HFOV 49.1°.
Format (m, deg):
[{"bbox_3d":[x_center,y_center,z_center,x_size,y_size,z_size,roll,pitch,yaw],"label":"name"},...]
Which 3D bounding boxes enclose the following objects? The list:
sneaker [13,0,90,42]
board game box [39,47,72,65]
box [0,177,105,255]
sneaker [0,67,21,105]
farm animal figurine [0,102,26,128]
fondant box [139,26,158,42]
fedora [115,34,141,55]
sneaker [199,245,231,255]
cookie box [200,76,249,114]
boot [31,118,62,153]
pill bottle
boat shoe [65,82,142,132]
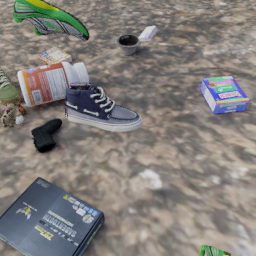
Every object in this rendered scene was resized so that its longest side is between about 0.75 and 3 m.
[{"bbox_3d":[-2.706,-3.771,10.088,2.780,1.184,1.085,19,16,-21],"label":"sneaker"},{"bbox_3d":[-3.750,-3.647,14.491,1.395,0.323,1.057,35,55,29],"label":"board game box"},{"bbox_3d":[-2.255,2.782,8.095,2.544,0.649,2.006,23,51,21],"label":"box"},{"bbox_3d":[-5.875,-2.184,12.402,0.977,1.308,2.914,-34,55,-28],"label":"sneaker"},{"bbox_3d":[-4.887,-0.624,11.331,1.345,0.701,1.330,-9,47,-8],"label":"farm animal figurine"},{"bbox_3d":[0.958,-4.518,13.427,0.591,0.239,0.819,12,62,46],"label":"fondant box"},{"bbox_3d":[0.007,-4.379,14.933,1.380,0.704,1.560,3,44,1],"label":"fedora"},{"bbox_3d":[1.871,3.930,7.017,0.901,0.825,2.115,16,39,25],"label":"sneaker"},{"bbox_3d":[4.142,-1.469,12.174,1.465,0.644,1.713,-6,47,-8],"label":"cookie box"},{"bbox_3d":[-2.989,0.291,10.603,1.340,0.496,1.098,-25,49,-13],"label":"boot"},{"bbox_3d":[-3.144,-1.967,12.045,2.750,1.542,1.542,-16,48,-16],"label":"pill bottle"},{"bbox_3d":[-0.634,-0.542,6.823,2.004,0.929,0.748,8,37,8],"label":"boat shoe"}]
